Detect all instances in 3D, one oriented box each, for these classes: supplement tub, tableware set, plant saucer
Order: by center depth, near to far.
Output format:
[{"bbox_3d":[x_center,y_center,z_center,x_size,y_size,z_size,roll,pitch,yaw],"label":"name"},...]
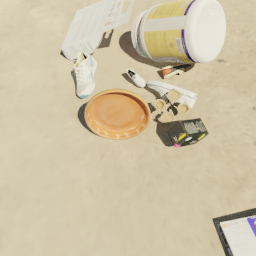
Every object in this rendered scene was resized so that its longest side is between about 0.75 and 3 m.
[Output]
[{"bbox_3d":[-0.263,-0.360,7.171,1.674,1.674,0.313,0,45,0],"label":"plant saucer"},{"bbox_3d":[1.215,-0.596,7.863,1.046,0.121,0.874,-33,68,-5],"label":"tableware set"},{"bbox_3d":[1.545,-3.051,8.983,1.875,1.875,2.579,-39,35,-29],"label":"supplement tub"}]

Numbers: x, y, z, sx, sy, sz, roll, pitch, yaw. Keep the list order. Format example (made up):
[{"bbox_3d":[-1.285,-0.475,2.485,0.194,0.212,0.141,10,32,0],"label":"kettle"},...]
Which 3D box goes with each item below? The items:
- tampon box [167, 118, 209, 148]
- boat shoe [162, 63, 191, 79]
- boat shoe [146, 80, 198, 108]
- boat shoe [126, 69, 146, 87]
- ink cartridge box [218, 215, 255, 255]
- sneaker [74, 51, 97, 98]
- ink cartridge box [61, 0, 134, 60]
[{"bbox_3d":[1.517,0.125,7.083,0.772,0.578,0.487,-8,63,-35],"label":"tampon box"},{"bbox_3d":[1.659,-1.950,9.448,1.160,0.363,0.413,-16,6,-24],"label":"boat shoe"},{"bbox_3d":[1.228,-1.024,8.464,1.704,0.557,0.627,24,9,33],"label":"boat shoe"},{"bbox_3d":[0.228,-1.595,8.954,0.801,0.262,0.295,44,105,21],"label":"boat shoe"},{"bbox_3d":[2.586,2.362,5.619,1.152,0.252,1.163,-10,45,-3],"label":"ink cartridge box"},{"bbox_3d":[-1.417,-1.675,8.811,0.649,0.685,1.696,-18,53,24],"label":"sneaker"},{"bbox_3d":[-0.893,-3.672,9.855,2.747,0.784,2.232,-7,53,25],"label":"ink cartridge box"}]
